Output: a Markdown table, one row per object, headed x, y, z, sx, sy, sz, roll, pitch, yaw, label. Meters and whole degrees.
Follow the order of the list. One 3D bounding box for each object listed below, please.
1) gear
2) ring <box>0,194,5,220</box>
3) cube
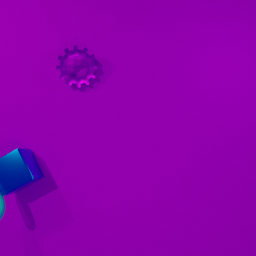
| x | y | z | sx | sy | sz | roll | pitch | yaw | label |
| --- | --- | --- | --- | --- | --- | --- | --- | --- | --- |
| -1.543 | -1.862 | 8.521 | 1.223 | 0.226 | 1.223 | -2 | 104 | -8 | gear |
| -3.618 | 1.929 | 7.141 | 0.225 | 1.125 | 1.125 | -29 | 84 | 17 | ring |
| -3.166 | 1.240 | 8.003 | 0.984 | 0.984 | 0.984 | -29 | 84 | -2 | cube |
